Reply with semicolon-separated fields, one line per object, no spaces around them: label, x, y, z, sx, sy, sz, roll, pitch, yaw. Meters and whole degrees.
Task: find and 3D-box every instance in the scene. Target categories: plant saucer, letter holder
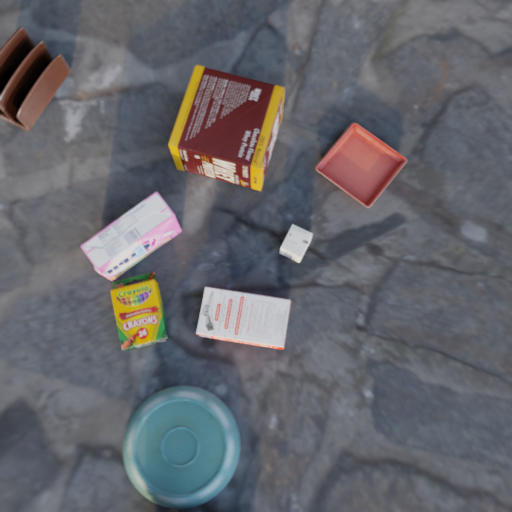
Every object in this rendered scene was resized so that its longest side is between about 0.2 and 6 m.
plant saucer;-1.367;3.444;10.144;2.144;0.294;2.144;0;75;-1
plant saucer;2.142;-1.835;11.520;1.366;0.251;1.369;38;78;9
letter holder;-4.767;-3.649;11.510;0.827;1.169;1.645;27;77;7

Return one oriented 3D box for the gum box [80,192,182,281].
gum box;-2.382;-0.307;10.711;1.831;1.039;0.606;-37;78;-9

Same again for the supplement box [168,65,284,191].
supplement box;-0.545;-2.514;11.194;1.825;1.211;1.800;15;76;4

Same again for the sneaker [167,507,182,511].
sneaker;-1.343;5.302;9.254;1.108;0.690;2.067;-27;92;-1

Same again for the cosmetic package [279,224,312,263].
cosmetic package;0.782;-0.239;10.999;0.454;0.454;0.551;25;77;6

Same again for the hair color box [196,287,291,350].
hair color box;-0.229;1.184;10.590;1.649;0.527;0.915;9;76;3

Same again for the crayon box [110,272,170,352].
crayon box;-2.250;1.033;10.728;0.886;0.355;1.396;-15;76;-4
